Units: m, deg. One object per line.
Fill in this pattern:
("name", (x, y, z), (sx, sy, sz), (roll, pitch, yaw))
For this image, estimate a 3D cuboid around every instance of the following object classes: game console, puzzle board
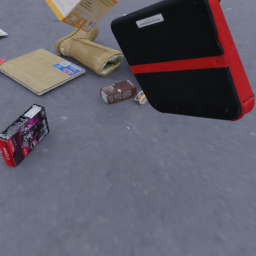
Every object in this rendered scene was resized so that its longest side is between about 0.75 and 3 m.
("game console", (0.863, -1.134, 4.999), (0.388, 2.210, 2.499), (-40, 27, -23))
("puzzle board", (-3.203, -2.123, 10.277), (2.709, 0.236, 2.041), (30, 48, 30))

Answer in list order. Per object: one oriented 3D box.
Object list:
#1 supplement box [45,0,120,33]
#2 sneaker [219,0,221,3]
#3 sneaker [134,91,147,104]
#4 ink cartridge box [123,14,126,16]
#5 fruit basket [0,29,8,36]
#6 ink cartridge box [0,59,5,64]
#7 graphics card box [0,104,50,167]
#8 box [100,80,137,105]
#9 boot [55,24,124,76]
("supplement box", (-0.859, -4.038, 7.885), (0.950, 2.583, 1.628), (54, 20, 6))
("sneaker", (2.318, -3.904, 9.150), (0.750, 1.946, 0.826), (-30, 82, -20))
("sneaker", (0.569, -1.115, 9.001), (0.368, 0.373, 0.954), (23, 45, 34))
("ink cartridge box", (1.069, -2.948, 10.169), (2.147, 1.240, 2.941), (-1, 39, -20))
("fruit basket", (-6.115, -4.337, 12.663), (0.993, 0.466, 0.920), (-27, 48, -32))
("ink cartridge box", (-5.620, -2.303, 10.167), (1.747, 0.437, 1.406), (-1, 40, 14))
("graphics card box", (-2.598, 0.161, 7.080), (0.371, 0.916, 1.460), (16, 43, 15))
("box", (-0.294, -1.163, 9.029), (1.070, 0.401, 0.536), (-19, 44, -23))
("boot", (-1.226, -3.157, 11.034), (2.676, 0.885, 2.343), (28, 61, 30))
